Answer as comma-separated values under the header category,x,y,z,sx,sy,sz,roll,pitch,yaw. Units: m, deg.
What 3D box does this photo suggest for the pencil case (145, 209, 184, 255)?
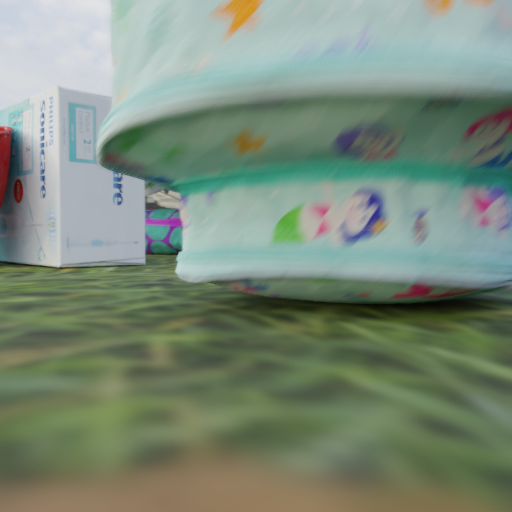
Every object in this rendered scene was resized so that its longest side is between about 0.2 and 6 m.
category,x,y,z,sx,sy,sz,roll,pitch,yaw
pencil case,-1.458,-0.472,10.054,2.150,0.915,0.993,0,-25,30

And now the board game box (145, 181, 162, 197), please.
category,x,y,z,sx,sy,sz,roll,pitch,yaw
board game box,-1.593,-2.311,10.545,3.094,0.848,4.901,-50,22,-22

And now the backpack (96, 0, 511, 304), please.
category,x,y,z,sx,sy,sz,roll,pitch,yaw
backpack,0.403,-0.636,2.640,2.024,1.716,2.280,1,-10,23

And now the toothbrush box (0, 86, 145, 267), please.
category,x,y,z,sx,sy,sz,roll,pitch,yaw
toothbrush box,-2.508,-0.846,6.949,1.107,1.900,2.595,-2,4,-45

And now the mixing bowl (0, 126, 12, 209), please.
category,x,y,z,sx,sy,sz,roll,pitch,yaw
mixing bowl,-3.706,-0.628,6.009,2.326,1.260,2.326,-5,19,2
